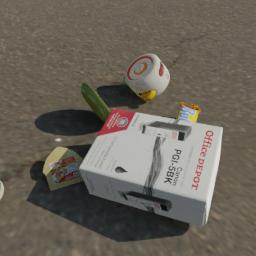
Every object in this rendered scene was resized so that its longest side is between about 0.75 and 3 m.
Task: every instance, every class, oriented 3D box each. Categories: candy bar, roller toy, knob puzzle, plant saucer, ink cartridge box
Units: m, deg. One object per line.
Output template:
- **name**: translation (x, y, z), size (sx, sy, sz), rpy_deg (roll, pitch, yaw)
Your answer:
- **candy bar**: translation (1.473, 0.305, 7.970), size (0.735, 0.327, 2.950), rpy_deg (16, 50, 13)
- **roller toy**: translation (0.693, -1.726, 9.602), size (1.359, 1.041, 1.490), rpy_deg (-46, 42, 3)
- **knob puzzle**: translation (-1.668, 0.988, 7.239), size (1.157, 0.160, 1.157), rpy_deg (2, 68, -5)
- **plant saucer**: translation (-0.969, -0.703, 8.468), size (0.235, 1.515, 1.515), rpy_deg (-40, 52, -11)
- **ink cartridge box**: translation (0.626, 0.788, 6.587), size (2.808, 1.164, 2.061), rpy_deg (10, 50, 19)

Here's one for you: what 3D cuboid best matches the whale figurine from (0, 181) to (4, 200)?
- **whale figurine**: translation (-3.395, 1.555, 6.331), size (1.104, 0.573, 0.878), rpy_deg (-36, 45, -7)
